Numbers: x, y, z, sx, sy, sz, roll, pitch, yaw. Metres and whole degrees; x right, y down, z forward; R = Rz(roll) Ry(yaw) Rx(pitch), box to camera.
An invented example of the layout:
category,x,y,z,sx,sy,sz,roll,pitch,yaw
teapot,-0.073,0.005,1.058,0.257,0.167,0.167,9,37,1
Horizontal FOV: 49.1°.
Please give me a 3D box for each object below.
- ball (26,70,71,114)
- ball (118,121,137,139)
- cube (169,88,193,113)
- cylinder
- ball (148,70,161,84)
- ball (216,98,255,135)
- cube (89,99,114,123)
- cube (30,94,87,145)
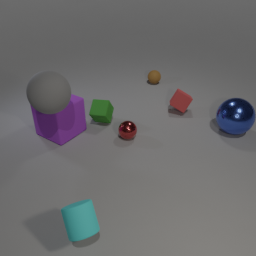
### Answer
category,x,y,z,sx,sy,sz,roll,pitch,yaw
ball,-2.542,-1.147,9.044,1.400,1.400,1.400,0,32,0
ball,-0.011,0.074,10.423,0.700,0.700,0.700,0,32,0
cube,2.259,-1.181,11.992,0.700,0.700,0.700,31,18,-3
cylinder,-1.048,2.016,6.170,0.700,0.700,0.700,-17,-4,-1
ball,1.383,-2.689,14.726,0.700,0.700,0.700,0,32,0
ball,4.047,-0.440,10.558,1.400,1.400,1.400,0,32,0
cube,-1.046,-0.669,11.182,0.700,0.700,0.700,6,69,17
cube,-2.582,-0.439,10.570,1.400,1.400,1.400,21,38,29
